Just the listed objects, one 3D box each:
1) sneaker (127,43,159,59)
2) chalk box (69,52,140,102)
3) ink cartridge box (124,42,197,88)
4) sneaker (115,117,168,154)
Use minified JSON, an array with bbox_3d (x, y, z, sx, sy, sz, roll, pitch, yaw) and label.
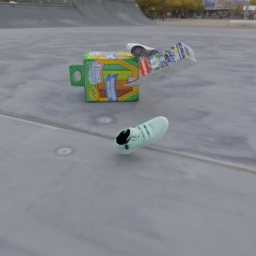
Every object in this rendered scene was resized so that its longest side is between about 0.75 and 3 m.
[{"bbox_3d":[0.604,-2.874,10.477,1.505,0.561,0.655,11,28,-41],"label":"sneaker"},{"bbox_3d":[-0.958,-2.053,11.035,2.683,1.674,1.663,-3,24,-5],"label":"chalk box"},{"bbox_3d":[1.000,-2.018,9.318,2.271,0.572,1.237,-19,-6,28],"label":"ink cartridge box"},{"bbox_3d":[0.336,0.124,6.659,1.427,0.842,0.525,-32,72,0],"label":"sneaker"}]
